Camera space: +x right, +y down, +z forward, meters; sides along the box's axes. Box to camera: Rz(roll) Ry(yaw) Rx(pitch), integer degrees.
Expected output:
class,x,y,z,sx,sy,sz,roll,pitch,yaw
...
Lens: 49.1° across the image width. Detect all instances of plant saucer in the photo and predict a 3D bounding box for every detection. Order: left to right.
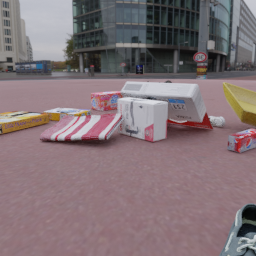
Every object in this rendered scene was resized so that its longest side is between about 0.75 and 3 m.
class,x,y,z,sx,sy,sz,roll,pitch,yaw
plant saucer,4.948,-0.654,10.556,2.620,0.635,2.620,16,30,-8

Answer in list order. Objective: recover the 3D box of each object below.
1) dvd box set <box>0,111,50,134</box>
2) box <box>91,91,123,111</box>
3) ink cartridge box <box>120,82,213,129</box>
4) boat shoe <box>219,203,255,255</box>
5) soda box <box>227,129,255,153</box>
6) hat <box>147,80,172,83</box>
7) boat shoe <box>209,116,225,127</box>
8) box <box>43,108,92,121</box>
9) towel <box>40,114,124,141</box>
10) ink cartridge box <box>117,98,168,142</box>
class,x,y,z,sx,sy,sz,roll,pitch,yaw
dvd box set,-5.021,-0.248,11.342,2.149,0.432,2.937,6,14,30
box,-1.075,-1.582,16.121,1.952,0.924,1.002,-11,17,-40
ink cartridge box,1.527,-0.658,10.783,2.974,2.620,0.665,9,60,37
boat shoe,1.454,1.491,3.467,0.627,0.532,1.721,7,14,28
soda box,3.590,0.373,8.508,1.373,0.481,0.435,-10,16,-38
hat,1.939,-1.699,13.505,2.411,0.972,2.411,45,6,-6
boat shoe,3.543,-0.280,11.559,0.398,0.436,1.212,-9,15,-13
box,-2.920,-0.634,13.109,2.106,0.437,1.254,6,14,18
towel,-1.530,-0.043,9.525,2.429,0.276,1.749,-1,25,20
ink cartridge box,0.459,-0.339,9.791,0.755,1.298,1.782,-11,17,-41
